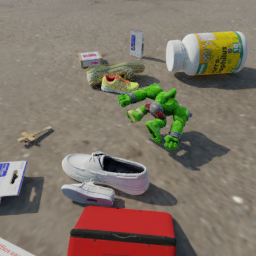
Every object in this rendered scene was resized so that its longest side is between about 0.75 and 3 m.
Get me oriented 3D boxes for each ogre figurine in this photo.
[{"bbox_3d":[0.877,-0.459,8.000,1.319,1.080,2.200,-38,47,-17],"label":"ogre figurine"}]

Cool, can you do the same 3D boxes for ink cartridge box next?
[{"bbox_3d":[-1.680,-3.064,12.492,0.994,0.373,0.819,-10,38,-14],"label":"ink cartridge box"},{"bbox_3d":[-3.717,1.379,6.804,2.411,0.447,1.142,-5,38,-3],"label":"ink cartridge box"},{"bbox_3d":[-2.354,2.789,4.862,1.043,0.605,1.446,16,41,19],"label":"ink cartridge box"},{"bbox_3d":[0.421,-3.891,12.823,0.627,1.261,0.247,25,44,26],"label":"ink cartridge box"}]

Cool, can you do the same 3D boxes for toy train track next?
[{"bbox_3d":[-2.800,0.229,8.497,0.628,0.178,1.095,24,38,38],"label":"toy train track"}]

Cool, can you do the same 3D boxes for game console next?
[{"bbox_3d":[-0.097,2.466,5.616,2.011,1.193,1.733,3,69,5],"label":"game console"}]

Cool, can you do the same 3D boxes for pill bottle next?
[{"bbox_3d":[3.109,-2.998,11.373,2.918,1.645,1.645,-4,38,-6],"label":"pill bottle"}]

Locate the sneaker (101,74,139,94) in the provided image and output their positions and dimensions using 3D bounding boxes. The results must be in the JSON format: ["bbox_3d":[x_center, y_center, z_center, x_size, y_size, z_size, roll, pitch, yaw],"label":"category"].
[{"bbox_3d":[-0.295,-1.679,10.505,1.453,0.656,0.568,4,37,3],"label":"sneaker"}]

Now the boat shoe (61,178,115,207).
[{"bbox_3d":[-0.914,1.457,6.669,1.270,0.469,0.541,9,40,7],"label":"boat shoe"}]

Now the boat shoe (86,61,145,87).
[{"bbox_3d":[-0.434,-2.138,11.120,2.395,0.753,0.874,-9,-1,-19],"label":"boat shoe"}]

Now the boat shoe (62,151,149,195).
[{"bbox_3d":[-0.610,0.982,6.993,2.352,0.806,0.847,17,41,21],"label":"boat shoe"}]
